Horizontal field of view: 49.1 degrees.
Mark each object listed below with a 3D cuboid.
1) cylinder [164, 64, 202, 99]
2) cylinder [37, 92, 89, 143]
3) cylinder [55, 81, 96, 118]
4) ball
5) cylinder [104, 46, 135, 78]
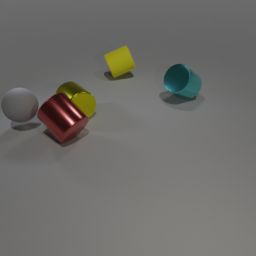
[{"bbox_3d":[2.649,-2.220,13.542,1.400,1.400,1.400,27,8,36],"label":"cylinder"},{"bbox_3d":[-2.455,-0.388,10.646,1.400,1.400,1.400,45,45,9],"label":"cylinder"},{"bbox_3d":[-2.329,-1.181,12.381,1.400,1.400,1.400,-19,37,-28],"label":"cylinder"},{"bbox_3d":[-4.326,-0.910,11.251,1.400,1.400,1.400,0,32,0],"label":"ball"},{"bbox_3d":[-0.470,-3.817,16.159,1.400,1.400,1.400,-24,33,2],"label":"cylinder"}]
